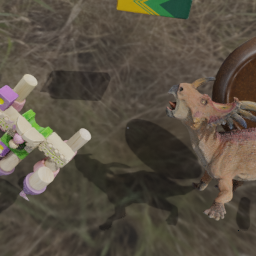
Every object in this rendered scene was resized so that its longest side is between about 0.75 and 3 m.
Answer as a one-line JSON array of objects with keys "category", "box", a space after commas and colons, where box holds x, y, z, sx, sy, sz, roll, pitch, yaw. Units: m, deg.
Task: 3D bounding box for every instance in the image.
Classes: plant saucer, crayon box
[{"category": "plant saucer", "box": [2.548, -0.526, 4.778, 2.181, 2.181, 0.376, 27, 26, 12]}, {"category": "crayon box", "box": [0.343, -2.514, 5.465, 1.624, 0.412, 1.031, 7, 31, -4]}]

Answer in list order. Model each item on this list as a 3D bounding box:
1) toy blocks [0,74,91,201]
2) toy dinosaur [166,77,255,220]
[{"category": "toy blocks", "box": [-1.769, 0.343, 4.208, 1.592, 1.434, 1.704, 47, 29, -10]}, {"category": "toy dinosaur", "box": [1.878, 0.346, 4.491, 2.732, 1.173, 1.852, 10, 102, -28]}]
